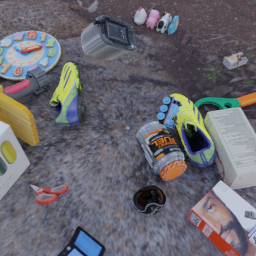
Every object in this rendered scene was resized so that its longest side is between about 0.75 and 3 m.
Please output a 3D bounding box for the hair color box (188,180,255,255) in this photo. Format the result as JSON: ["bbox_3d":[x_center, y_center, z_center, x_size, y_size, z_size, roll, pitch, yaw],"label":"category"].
[{"bbox_3d":[2.845,2.622,7.171,1.275,0.735,2.298,-36,59,-24],"label":"hair color box"}]

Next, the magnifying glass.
[{"bbox_3d":[3.694,-0.798,10.111,2.993,0.335,1.191,-18,55,-11],"label":"magnifying glass"}]

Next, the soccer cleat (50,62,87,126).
[{"bbox_3d":[-2.239,-1.316,10.078,1.240,0.959,2.966,-11,53,-5],"label":"soccer cleat"}]

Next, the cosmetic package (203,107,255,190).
[{"bbox_3d":[3.246,0.586,8.567,1.190,1.004,2.302,-7,52,-6],"label":"cosmetic package"}]

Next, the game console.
[{"bbox_3d":[-1.167,3.095,6.893,0.953,0.554,0.838,30,47,22],"label":"game console"}]

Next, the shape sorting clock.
[{"bbox_3d":[-4.294,-3.118,11.699,2.932,0.575,2.932,0,52,0],"label":"shape sorting clock"}]

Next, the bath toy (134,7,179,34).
[{"bbox_3d":[1.290,-5.142,13.143,2.112,0.781,0.919,23,55,18],"label":"bath toy"}]

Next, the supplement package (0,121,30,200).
[{"bbox_3d":[-4.025,0.778,7.793,1.491,1.980,1.502,22,55,16],"label":"supplement package"}]

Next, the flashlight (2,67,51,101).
[{"bbox_3d":[-4.103,-1.357,9.844,0.938,0.934,2.760,40,54,17],"label":"flashlight"}]

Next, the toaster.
[{"bbox_3d":[-0.727,-2.989,9.485,1.908,1.232,1.084,-1,78,-45],"label":"toaster"}]

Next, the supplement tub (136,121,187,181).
[{"bbox_3d":[1.008,0.691,8.476,1.021,1.021,1.666,-20,55,-15],"label":"supplement tub"}]

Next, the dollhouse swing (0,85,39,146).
[{"bbox_3d":[-4.018,-0.031,8.312,1.891,2.081,1.829,-33,63,-30],"label":"dollhouse swing"}]

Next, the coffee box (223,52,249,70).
[{"bbox_3d":[4.441,-2.775,11.580,0.854,0.340,0.488,-17,54,-13],"label":"coffee box"}]

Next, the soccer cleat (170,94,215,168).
[{"bbox_3d":[1.942,-0.155,8.910,0.958,1.240,2.963,-25,53,10],"label":"soccer cleat"}]

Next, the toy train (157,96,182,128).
[{"bbox_3d":[1.125,-0.433,7.533,0.511,0.388,0.894,17,74,20],"label":"toy train"}]

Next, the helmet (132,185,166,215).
[{"bbox_3d":[0.556,1.991,7.627,0.815,0.777,0.815,28,39,-26],"label":"helmet"}]

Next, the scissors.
[{"bbox_3d":[-2.347,1.683,7.335,2.145,0.149,0.785,-7,18,44],"label":"scissors"}]
